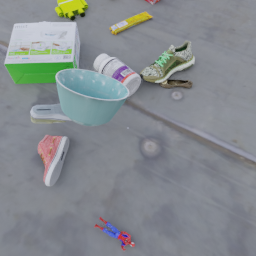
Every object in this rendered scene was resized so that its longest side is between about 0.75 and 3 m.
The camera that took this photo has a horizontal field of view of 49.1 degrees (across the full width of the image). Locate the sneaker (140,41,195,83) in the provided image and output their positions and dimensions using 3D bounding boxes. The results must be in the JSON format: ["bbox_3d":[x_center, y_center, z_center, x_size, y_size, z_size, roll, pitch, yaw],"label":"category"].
[{"bbox_3d":[1.374,-2.449,9.961,2.355,1.044,0.906,-30,49,-19],"label":"sneaker"}]

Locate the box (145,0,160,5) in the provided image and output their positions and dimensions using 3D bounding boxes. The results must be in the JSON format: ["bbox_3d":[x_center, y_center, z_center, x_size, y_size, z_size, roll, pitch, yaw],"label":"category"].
[{"bbox_3d":[0.839,-6.299,12.564,1.495,0.745,0.714,40,66,22],"label":"box"}]

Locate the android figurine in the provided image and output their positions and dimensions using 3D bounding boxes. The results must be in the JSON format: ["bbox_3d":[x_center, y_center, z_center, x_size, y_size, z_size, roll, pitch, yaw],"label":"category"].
[{"bbox_3d":[-2.484,-5.300,12.210,1.391,0.314,1.528,-26,63,-15],"label":"android figurine"}]

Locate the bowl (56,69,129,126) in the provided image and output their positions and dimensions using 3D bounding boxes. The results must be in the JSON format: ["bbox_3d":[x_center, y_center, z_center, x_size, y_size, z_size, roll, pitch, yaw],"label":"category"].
[{"bbox_3d":[-0.980,-0.711,7.116,1.845,0.965,1.845,15,27,-8],"label":"bowl"}]

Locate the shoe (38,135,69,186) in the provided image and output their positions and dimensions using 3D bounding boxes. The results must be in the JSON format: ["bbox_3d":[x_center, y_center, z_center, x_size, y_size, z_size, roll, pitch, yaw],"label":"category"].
[{"bbox_3d":[-2.334,0.918,8.274,0.751,0.590,1.651,8,54,6],"label":"shoe"}]

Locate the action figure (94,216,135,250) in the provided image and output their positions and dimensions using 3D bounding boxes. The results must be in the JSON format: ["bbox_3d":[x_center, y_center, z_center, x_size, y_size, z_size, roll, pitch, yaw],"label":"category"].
[{"bbox_3d":[-0.314,2.707,7.099,1.135,0.562,0.370,31,80,4],"label":"action figure"}]

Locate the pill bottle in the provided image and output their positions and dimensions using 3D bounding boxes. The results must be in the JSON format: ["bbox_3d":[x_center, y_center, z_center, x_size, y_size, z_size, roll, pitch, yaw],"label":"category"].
[{"bbox_3d":[-0.422,-1.877,9.758,0.918,0.918,1.648,-38,65,-21],"label":"pill bottle"}]

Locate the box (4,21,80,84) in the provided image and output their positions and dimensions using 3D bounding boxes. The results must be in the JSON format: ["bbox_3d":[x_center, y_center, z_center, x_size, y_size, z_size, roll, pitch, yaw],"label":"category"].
[{"bbox_3d":[-2.999,-2.762,10.172,2.317,1.120,2.045,-3,59,-2],"label":"box"}]

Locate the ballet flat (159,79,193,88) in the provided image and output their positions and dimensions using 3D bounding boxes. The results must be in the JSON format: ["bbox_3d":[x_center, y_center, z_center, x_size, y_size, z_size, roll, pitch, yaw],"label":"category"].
[{"bbox_3d":[1.712,-1.605,9.961,1.177,0.273,0.396,4,59,5],"label":"ballet flat"}]

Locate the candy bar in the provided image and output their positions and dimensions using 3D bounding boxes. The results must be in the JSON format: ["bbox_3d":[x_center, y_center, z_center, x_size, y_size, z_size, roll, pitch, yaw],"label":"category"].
[{"bbox_3d":[0.122,-4.417,11.720,2.008,0.222,0.501,-30,63,-17],"label":"candy bar"}]

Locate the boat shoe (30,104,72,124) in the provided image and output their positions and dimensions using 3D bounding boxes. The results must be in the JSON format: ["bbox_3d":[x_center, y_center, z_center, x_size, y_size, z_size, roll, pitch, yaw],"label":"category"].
[{"bbox_3d":[-2.040,-0.391,8.082,1.515,0.470,0.545,1,56,-26],"label":"boat shoe"}]
